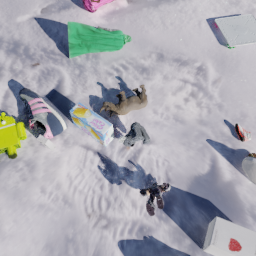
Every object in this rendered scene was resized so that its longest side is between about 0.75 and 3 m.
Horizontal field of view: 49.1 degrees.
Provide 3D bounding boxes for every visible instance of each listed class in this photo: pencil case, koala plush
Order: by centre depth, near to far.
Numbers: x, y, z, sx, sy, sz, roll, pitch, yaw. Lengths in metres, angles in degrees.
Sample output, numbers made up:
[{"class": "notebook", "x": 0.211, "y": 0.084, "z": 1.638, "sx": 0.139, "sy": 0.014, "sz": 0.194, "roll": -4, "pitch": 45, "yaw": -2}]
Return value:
[{"class": "koala plush", "x": 0.159, "y": 0.326, "z": 9.711, "sx": 0.893, "sy": 0.792, "sz": 0.821, "roll": -39, "pitch": 56, "yaw": 28}, {"class": "pencil case", "x": -1.136, "y": -6.697, "z": 14.338, "sx": 2.318, "sy": 1.052, "sz": 1.086, "roll": -33, "pitch": 69, "yaw": -17}]

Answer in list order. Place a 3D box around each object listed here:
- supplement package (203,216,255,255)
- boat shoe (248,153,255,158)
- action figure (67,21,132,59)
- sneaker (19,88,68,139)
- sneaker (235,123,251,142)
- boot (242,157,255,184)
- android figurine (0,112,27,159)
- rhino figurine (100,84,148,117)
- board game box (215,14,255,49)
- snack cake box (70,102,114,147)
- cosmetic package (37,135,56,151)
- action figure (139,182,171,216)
[{"class": "supplement package", "x": 3.029, "y": 3.308, "z": 8.003, "sx": 1.459, "sy": 0.874, "sz": 0.885, "roll": 19, "pitch": 59, "yaw": 12}, {"class": "boat shoe", "x": 4.510, "y": 1.201, "z": 9.695, "sx": 0.274, "sy": 0.292, "sz": 0.811, "roll": -18, "pitch": 57, "yaw": -9}, {"class": "action figure", "x": -1.217, "y": -3.936, "z": 12.469, "sx": 2.838, "sy": 1.677, "sz": 0.776, "roll": -3, "pitch": 44, "yaw": -12}, {"class": "sneaker", "x": -3.453, "y": -0.555, "z": 10.457, "sx": 2.545, "sy": 0.893, "sz": 1.044, "roll": 36, "pitch": 61, "yaw": 22}, {"class": "sneaker", "x": 4.292, "y": 0.146, "z": 10.396, "sx": 0.407, "sy": 0.254, "sz": 0.759, "roll": -9, "pitch": 61, "yaw": -7}, {"class": "boot", "x": 4.986, "y": 1.628, "z": 9.205, "sx": 2.403, "sy": 0.874, "sz": 1.085, "roll": 42, "pitch": 55, "yaw": 18}, {"class": "android figurine", "x": -4.649, "y": 0.302, "z": 10.211, "sx": 1.829, "sy": 0.412, "sz": 2.009, "roll": -16, "pitch": 61, "yaw": -10}, {"class": "rhino figurine", "x": -0.147, "y": -0.955, "z": 10.841, "sx": 2.003, "sy": 0.599, "sz": 0.876, "roll": -21, "pitch": 87, "yaw": -11}, {"class": "board game box", "x": 5.417, "y": -4.635, "z": 13.441, "sx": 1.991, "sy": 0.257, "sz": 1.990, "roll": -10, "pitch": 58, "yaw": -6}, {"class": "snack cake box", "x": -1.293, "y": -0.122, "z": 10.162, "sx": 1.618, "sy": 0.930, "sz": 0.544, "roll": 33, "pitch": 63, "yaw": 20}, {"class": "cosmetic package", "x": -2.822, "y": 0.527, "z": 9.733, "sx": 0.359, "sy": 0.870, "sz": 0.220, "roll": 30, "pitch": 74, "yaw": 14}, {"class": "action figure", "x": 0.857, "y": 2.031, "z": 8.658, "sx": 1.008, "sy": 1.550, "sz": 0.538, "roll": -25, "pitch": 100, "yaw": 10}]
